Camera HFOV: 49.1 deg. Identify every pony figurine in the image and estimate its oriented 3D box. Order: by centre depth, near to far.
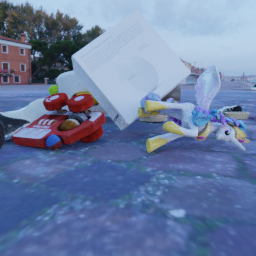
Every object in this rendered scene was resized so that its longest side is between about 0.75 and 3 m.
[{"bbox_3d":[1.664,-0.335,7.545,2.628,2.188,2.537,1,41,-12],"label":"pony figurine"}]

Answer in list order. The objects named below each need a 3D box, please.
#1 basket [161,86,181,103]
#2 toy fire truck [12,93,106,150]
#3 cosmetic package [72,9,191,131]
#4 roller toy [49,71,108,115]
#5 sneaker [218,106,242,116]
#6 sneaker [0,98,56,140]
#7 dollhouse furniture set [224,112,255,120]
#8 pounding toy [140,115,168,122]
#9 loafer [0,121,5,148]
[{"bbox_3d":[1.924,-1.982,17.318,2.444,1.662,2.203,3,-2,-1],"label":"basket"},{"bbox_3d":[-1.806,-0.021,7.608,2.196,1.231,1.844,5,35,31],"label":"toy fire truck"},{"bbox_3d":[0.044,-1.811,9.182,2.651,2.660,1.635,-39,0,-11],"label":"cosmetic package"},{"bbox_3d":[-1.729,-1.366,12.312,2.872,2.007,2.620,-4,1,42],"label":"roller toy"},{"bbox_3d":[5.121,-0.901,14.085,1.358,0.503,0.601,-4,13,-25],"label":"sneaker"},{"bbox_3d":[-3.328,-0.061,8.463,1.047,1.056,2.914,36,38,21],"label":"sneaker"},{"bbox_3d":[5.266,-0.968,12.147,1.804,1.280,1.429,0,10,-1],"label":"dollhouse furniture set"},{"bbox_3d":[1.141,-0.942,12.007,1.268,1.272,2.218,0,9,28],"label":"pounding toy"},{"bbox_3d":[-3.739,0.252,6.213,0.825,0.849,2.325,4,10,19],"label":"loafer"}]
